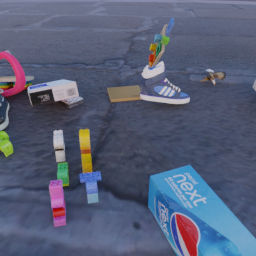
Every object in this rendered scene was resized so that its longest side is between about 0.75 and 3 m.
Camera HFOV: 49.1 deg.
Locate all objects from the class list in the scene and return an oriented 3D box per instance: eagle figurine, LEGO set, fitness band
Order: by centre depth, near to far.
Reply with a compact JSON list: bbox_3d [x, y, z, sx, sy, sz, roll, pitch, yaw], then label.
[{"bbox_3d":[-1.143,0.673,6.024,0.974,1.048,2.553,-6,32,-11],"label":"LEGO set"},{"bbox_3d":[-4.203,-1.797,9.484,1.988,1.428,0.372,-6,17,37],"label":"fitness band"},{"bbox_3d":[3.274,-1.977,10.743,0.652,0.864,0.655,43,79,-2],"label":"eagle figurine"}]

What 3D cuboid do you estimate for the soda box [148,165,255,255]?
[{"bbox_3d":[1.255,1.765,4.445,0.891,0.843,2.626,-11,33,-18],"label":"soda box"}]

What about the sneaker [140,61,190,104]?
[{"bbox_3d":[1.249,-1.482,9.020,1.723,1.262,0.694,4,16,-8],"label":"sneaker"}]

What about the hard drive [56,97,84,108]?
[{"bbox_3d":[-2.005,-0.965,9.517,0.632,0.171,0.905,-28,40,-36],"label":"hard drive"}]

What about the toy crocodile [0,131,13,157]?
[{"bbox_3d":[-3.554,0.355,7.182,1.525,0.471,0.515,9,33,23],"label":"toy crocodile"}]

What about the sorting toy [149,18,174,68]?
[{"bbox_3d":[1.100,-3.114,11.009,0.359,2.639,1.486,16,64,-9],"label":"sorting toy"}]

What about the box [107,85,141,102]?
[{"bbox_3d":[-0.093,-1.244,10.019,1.222,0.130,0.999,-6,32,-9],"label":"box"}]

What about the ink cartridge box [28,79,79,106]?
[{"bbox_3d":[-2.476,-1.199,8.941,1.325,0.519,2.799,-15,17,-16],"label":"ink cartridge box"}]

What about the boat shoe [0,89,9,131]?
[{"bbox_3d":[-4.236,-0.750,8.555,0.977,0.807,2.609,-16,33,-14],"label":"boat shoe"}]

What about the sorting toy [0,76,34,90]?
[{"bbox_3d":[-4.129,-1.614,10.090,1.221,0.428,1.229,-2,14,-6],"label":"sorting toy"}]

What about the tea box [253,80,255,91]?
[{"bbox_3d":[5.209,-1.261,8.809,1.633,1.109,1.660,-5,46,-9],"label":"tea box"}]
